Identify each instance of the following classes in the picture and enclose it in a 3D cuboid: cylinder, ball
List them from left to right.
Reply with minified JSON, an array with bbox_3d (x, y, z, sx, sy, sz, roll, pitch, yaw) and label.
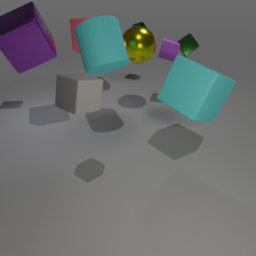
[{"bbox_3d":[-0.810,-2.525,8.707,1.400,1.400,1.400,-15,2,0],"label":"cylinder"},{"bbox_3d":[0.378,-3.168,10.721,1.400,1.400,1.400,0,31,0],"label":"ball"}]

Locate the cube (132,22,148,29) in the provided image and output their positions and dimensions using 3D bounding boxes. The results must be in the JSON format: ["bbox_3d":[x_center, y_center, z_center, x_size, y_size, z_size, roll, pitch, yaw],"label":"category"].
[{"bbox_3d":[0.517,-4.679,13.801,0.700,0.700,0.700,10,62,51],"label":"cube"}]

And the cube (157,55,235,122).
[{"bbox_3d":[1.993,-1.117,8.242,1.400,1.400,1.400,38,22,34],"label":"cube"}]

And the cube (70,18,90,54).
[{"bbox_3d":[-1.699,-4.171,12.641,1.400,1.400,1.400,-13,29,-25],"label":"cube"}]

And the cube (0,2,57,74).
[{"bbox_3d":[-3.285,-2.890,8.986,1.400,1.400,1.400,-24,47,2],"label":"cube"}]

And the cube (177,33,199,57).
[{"bbox_3d":[2.547,-3.542,12.012,0.700,0.700,0.700,-36,2,12],"label":"cube"}]

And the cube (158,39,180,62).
[{"bbox_3d":[1.670,-3.168,11.396,0.700,0.700,0.700,17,23,0],"label":"cube"}]

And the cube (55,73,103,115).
[{"bbox_3d":[-1.036,-0.739,5.914,0.700,0.700,0.700,22,22,35],"label":"cube"}]
